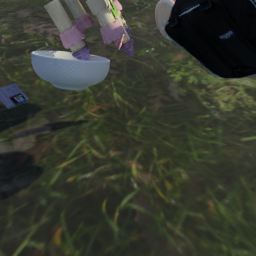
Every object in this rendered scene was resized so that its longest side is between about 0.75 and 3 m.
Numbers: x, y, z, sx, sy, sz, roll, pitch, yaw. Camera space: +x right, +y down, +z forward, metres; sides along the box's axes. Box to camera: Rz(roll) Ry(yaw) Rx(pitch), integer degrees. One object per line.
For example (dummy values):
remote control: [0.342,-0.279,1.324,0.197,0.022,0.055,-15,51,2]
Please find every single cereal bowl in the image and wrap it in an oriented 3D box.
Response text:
cereal bowl: [-1.278,-1.283,6.290,1.695,0.706,1.695,7,19,-2]

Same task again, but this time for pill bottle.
pill bottle: [1.862,-3.295,7.753,2.005,1.142,1.142,-29,49,-18]

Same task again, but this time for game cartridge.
game cartridge: [-2.810,-0.786,6.815,0.536,0.159,0.826,45,21,-6]

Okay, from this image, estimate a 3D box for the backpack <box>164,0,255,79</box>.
backpack: [2.163,-2.120,5.855,2.002,2.255,1.698,-10,47,55]

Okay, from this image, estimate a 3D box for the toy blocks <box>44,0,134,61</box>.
toy blocks: [-0.261,-2.725,7.003,2.563,2.158,2.395,-24,26,15]
